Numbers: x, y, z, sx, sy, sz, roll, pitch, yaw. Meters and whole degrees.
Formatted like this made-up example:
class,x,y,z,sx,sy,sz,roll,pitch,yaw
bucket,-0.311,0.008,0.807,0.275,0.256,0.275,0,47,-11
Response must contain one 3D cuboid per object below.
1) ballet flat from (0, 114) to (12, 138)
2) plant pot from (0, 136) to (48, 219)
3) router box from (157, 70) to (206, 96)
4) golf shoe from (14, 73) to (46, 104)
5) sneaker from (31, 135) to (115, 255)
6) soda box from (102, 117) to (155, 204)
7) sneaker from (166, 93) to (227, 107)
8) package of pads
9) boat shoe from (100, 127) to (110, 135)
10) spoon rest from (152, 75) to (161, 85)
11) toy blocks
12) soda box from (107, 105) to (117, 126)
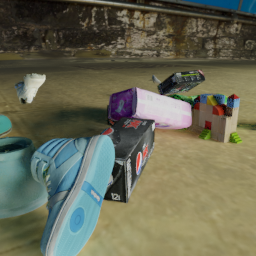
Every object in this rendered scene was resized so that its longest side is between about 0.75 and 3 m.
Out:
class,x,y,z,sx,sy,sz,roll,pitch,yaw
ballet flat,-4.458,0.290,7.853,0.862,0.912,2.707,-23,6,26
plant pot,-2.297,0.808,5.434,1.628,1.091,1.628,0,17,0
router box,1.807,-1.528,9.508,1.327,0.412,0.994,-12,-13,-33
golf shoe,-2.929,-1.171,8.543,0.620,0.770,1.583,-5,-7,-39
sneaker,-1.136,1.014,4.529,1.389,0.846,2.128,1,46,22
soda box,-0.110,0.553,6.526,1.021,0.914,2.887,5,18,15
sneaker,2.057,-0.665,9.993,2.955,1.094,1.235,-5,1,15
package of pads,0.716,-0.530,8.709,2.373,0.898,1.430,11,-11,-37
boat shoe,-0.319,0.167,8.483,0.533,0.542,1.528,0,12,44
spoon rest,1.212,-1.768,11.141,0.259,0.854,0.424,-29,-22,2
toy blocks,2.645,-0.462,8.891,1.043,1.427,2.088,-11,20,-32
soda box,0.191,-0.685,10.732,0.842,0.754,2.381,10,20,29
